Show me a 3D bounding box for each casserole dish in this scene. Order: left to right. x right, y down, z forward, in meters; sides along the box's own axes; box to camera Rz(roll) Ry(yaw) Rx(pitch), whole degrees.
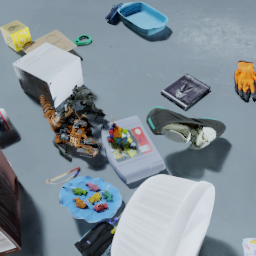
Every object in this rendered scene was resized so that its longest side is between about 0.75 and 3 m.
[{"bbox_3d":[0.716,-5.443,13.994,1.708,0.547,2.820,-31,57,-23],"label":"casserole dish"}]

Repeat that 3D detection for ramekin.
[{"bbox_3d":[0.796,2.337,6.196,1.326,2.846,2.846,20,52,29],"label":"ramekin"}]

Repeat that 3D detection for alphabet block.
[{"bbox_3d":[-5.062,-4.201,12.738,0.922,0.900,0.905,36,61,25],"label":"alphabet block"}]

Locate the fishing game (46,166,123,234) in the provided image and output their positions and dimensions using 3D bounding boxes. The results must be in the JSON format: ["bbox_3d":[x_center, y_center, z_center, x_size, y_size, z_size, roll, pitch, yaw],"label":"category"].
[{"bbox_3d":[-1.008,1.820,7.662,2.484,0.386,1.779,30,31,29],"label":"fishing game"}]

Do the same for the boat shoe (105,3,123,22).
[{"bbox_3d":[-0.690,-6.038,14.450,0.512,0.628,1.493,19,51,19],"label":"boat shoe"}]

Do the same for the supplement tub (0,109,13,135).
[{"bbox_3d":[-4.548,-0.087,9.373,1.150,0.807,0.807,-28,56,-22],"label":"supplement tub"}]

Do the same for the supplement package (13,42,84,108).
[{"bbox_3d":[-2.960,-2.042,10.654,1.795,1.320,1.716,28,56,21],"label":"supplement package"}]

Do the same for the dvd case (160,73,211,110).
[{"bbox_3d":[2.253,-1.457,10.951,1.638,0.131,1.218,-36,59,-26],"label":"dvd case"}]

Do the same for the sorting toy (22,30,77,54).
[{"bbox_3d":[-3.510,-3.546,12.466,1.875,0.370,2.026,-35,52,-19],"label":"sorting toy"}]

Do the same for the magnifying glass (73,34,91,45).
[{"bbox_3d":[-2.414,-3.963,13.004,1.566,0.175,0.623,-32,57,-21],"label":"magnifying glass"}]

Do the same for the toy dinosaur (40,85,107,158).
[{"bbox_3d":[-1.907,-0.316,9.276,2.994,1.530,2.032,41,77,4],"label":"toy dinosaur"}]

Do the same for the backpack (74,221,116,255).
[{"bbox_3d":[-0.698,2.835,7.080,0.811,0.764,0.994,31,79,29],"label":"backpack"}]

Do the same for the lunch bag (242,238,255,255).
[{"bbox_3d":[3.287,3.146,6.855,0.922,0.586,0.781,7,52,-7],"label":"lunch bag"}]

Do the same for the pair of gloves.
[{"bbox_3d":[5.547,-1.779,11.101,2.640,0.326,2.352,14,52,11],"label":"pair of gloves"}]

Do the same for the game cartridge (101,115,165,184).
[{"bbox_3d":[0.020,0.628,9.053,1.527,0.469,2.293,-20,53,-11],"label":"game cartridge"}]

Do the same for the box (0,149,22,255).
[{"bbox_3d":[-3.850,1.973,6.994,1.809,1.827,2.203,-13,51,-10],"label":"box"}]

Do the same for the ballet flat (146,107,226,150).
[{"bbox_3d":[1.880,0.147,8.669,2.883,0.980,0.986,10,46,-20],"label":"ballet flat"}]

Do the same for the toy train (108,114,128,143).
[{"bbox_3d":[-0.266,0.049,8.612,0.591,1.021,0.432,11,40,4],"label":"toy train"}]
